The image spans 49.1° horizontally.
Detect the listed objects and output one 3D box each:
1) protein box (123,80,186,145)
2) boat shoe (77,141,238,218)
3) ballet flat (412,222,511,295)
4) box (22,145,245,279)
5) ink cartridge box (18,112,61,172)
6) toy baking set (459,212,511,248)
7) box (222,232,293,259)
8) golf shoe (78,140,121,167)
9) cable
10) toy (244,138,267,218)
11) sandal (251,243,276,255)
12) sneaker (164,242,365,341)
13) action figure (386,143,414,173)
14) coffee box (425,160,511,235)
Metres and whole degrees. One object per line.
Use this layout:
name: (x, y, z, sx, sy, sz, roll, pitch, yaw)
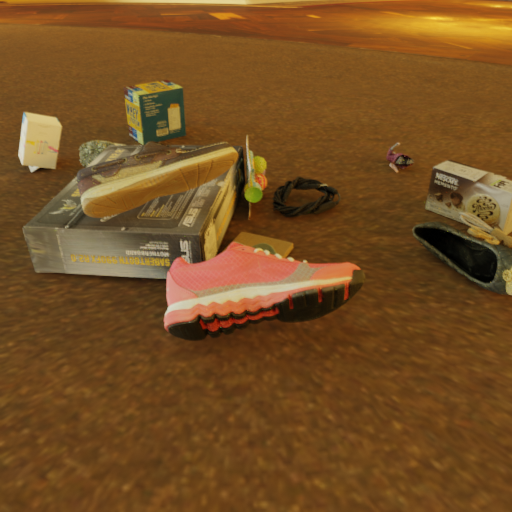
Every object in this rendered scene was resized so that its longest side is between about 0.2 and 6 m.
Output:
protein box: (-2.877, -4.119, 16.026, 1.417, 1.428, 0.963, -20, 37, -29)
boat shoe: (-1.747, -1.559, 9.863, 2.872, 1.033, 0.931, -22, 76, -11)
ballet flat: (3.736, 0.048, 9.855, 0.707, 0.827, 2.489, 5, 18, -31)
box: (-2.169, -1.073, 11.425, 3.276, 1.000, 4.137, 1, 32, 9)
ink cartridge box: (-5.511, -2.837, 14.227, 0.820, 1.310, 0.842, 3, 27, -31)
toy baking set: (4.614, -0.366, 10.592, 1.530, 0.232, 1.994, 26, 22, -3)
box: (-0.070, 0.017, 10.587, 1.138, 0.148, 1.393, 13, 34, 21)
golf shoe: (-3.192, -2.385, 14.029, 2.356, 0.922, 1.145, 9, 16, 5)
cable: (1.003, -1.332, 12.412, 1.538, 0.391, 1.255, -21, 47, -21)
toy: (-0.002, -1.786, 12.511, 0.484, 1.181, 2.051, 1, 32, 0)
sandal: (-0.456, 0.335, 9.470, 2.143, 0.612, 0.851, -28, 53, -31)
sneaker: (0.085, 0.304, 8.455, 3.091, 1.139, 1.341, -10, 65, -4)
action figure: (3.617, -2.472, 14.453, 0.708, 0.637, 0.950, -48, 29, 1)
coffee box: (4.585, -1.237, 11.776, 0.724, 1.025, 1.813, -25, 40, -36)
